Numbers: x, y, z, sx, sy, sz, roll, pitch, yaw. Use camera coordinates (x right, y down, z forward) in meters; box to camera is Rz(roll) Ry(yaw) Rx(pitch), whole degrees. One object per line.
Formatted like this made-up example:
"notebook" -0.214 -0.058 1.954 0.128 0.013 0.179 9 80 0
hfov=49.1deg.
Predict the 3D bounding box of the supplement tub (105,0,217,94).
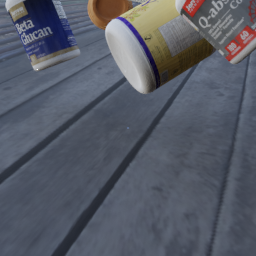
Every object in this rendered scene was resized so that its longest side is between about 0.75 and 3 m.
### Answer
"supplement tub" 1.012 -2.275 6.862 2.665 1.938 1.938 -33 38 -7

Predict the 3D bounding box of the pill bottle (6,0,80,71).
"pill bottle" -2.524 -3.101 8.001 1.471 2.649 1.471 -20 15 6

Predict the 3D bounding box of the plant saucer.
"plant saucer" -0.641 -4.435 10.264 1.681 1.681 0.315 -3 1 -5

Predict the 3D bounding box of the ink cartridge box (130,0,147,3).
"ink cartridge box" 0.082 -4.059 7.540 1.517 1.233 0.433 20 65 14

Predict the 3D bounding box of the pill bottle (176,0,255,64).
"pill bottle" 1.692 -2.359 5.225 2.173 1.259 1.259 45 42 3
